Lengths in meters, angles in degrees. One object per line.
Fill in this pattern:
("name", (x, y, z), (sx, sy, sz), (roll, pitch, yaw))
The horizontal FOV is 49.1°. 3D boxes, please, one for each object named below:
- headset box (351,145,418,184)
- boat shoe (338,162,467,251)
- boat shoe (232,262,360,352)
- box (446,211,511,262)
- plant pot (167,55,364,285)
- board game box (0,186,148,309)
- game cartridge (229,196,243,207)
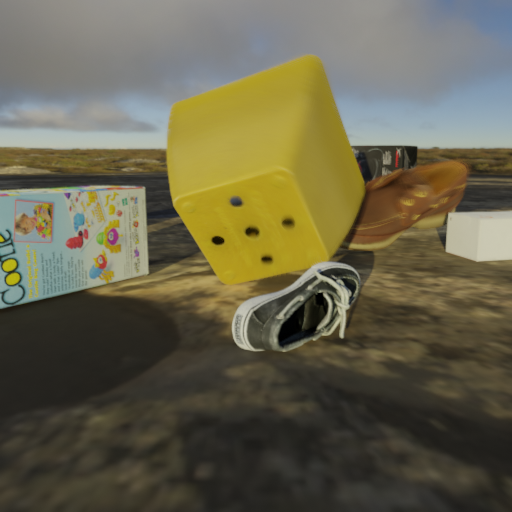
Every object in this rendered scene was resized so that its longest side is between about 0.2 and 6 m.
("headset box", (2.872, -1.980, 14.404), (2.294, 1.705, 0.860), (8, 12, 40))
("boat shoe", (2.143, -0.896, 8.622), (2.957, 0.999, 1.064), (-16, 54, -34))
("boat shoe", (0.495, 0.398, 4.512), (0.513, 0.555, 1.502), (4, 11, 42))
("box", (3.581, -0.309, 8.249), (1.269, 0.619, 0.789), (-2, 11, -14))
("plant pot", (0.058, -0.798, 6.463), (1.941, 1.941, 1.712), (-13, 38, 21))
("board game box", (-2.344, -0.191, 6.211), (1.089, 1.108, 2.114), (6, 11, 33))
("game cartridge", (-0.193, -0.742, 8.401), (1.282, 0.262, 0.853), (0, -11, 38))
